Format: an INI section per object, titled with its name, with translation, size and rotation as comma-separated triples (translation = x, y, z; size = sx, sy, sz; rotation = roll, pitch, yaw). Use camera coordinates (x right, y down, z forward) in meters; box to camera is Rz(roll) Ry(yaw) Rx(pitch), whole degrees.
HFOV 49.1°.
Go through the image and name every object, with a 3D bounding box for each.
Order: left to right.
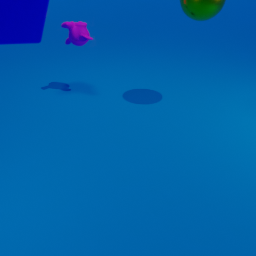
[cube]
translation = -1.252, -1.307, 2.415
size = 0.842, 0.842, 0.842
rotation = -19, 58, -42
[monkey head]
translation = -1.853, -3.296, 9.815
size = 1.349, 0.813, 0.971
rotation = 4, 13, 39
[ball]
translation = 2.215, -3.888, 8.293
size = 1.351, 1.351, 1.351
rotation = 0, 32, 0
